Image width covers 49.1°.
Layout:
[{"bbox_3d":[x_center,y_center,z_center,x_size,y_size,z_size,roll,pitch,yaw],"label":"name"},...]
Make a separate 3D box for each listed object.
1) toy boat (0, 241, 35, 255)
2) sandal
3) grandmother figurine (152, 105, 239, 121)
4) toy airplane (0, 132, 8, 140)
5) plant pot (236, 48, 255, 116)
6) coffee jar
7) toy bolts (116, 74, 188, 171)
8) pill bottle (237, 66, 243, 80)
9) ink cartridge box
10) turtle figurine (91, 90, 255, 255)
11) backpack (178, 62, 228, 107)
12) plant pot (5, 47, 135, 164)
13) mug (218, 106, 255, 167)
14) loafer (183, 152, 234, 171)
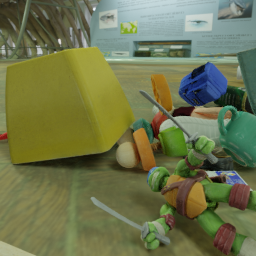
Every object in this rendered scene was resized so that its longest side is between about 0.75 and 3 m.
[{"bbox_3d":[-0.514,1.928,1.695,2.632,1.718,1.721,8,50,25],"label":"toy boat"},{"bbox_3d":[2.135,0.289,7.684,2.698,0.663,1.098,1,52,-13],"label":"sandal"},{"bbox_3d":[2.248,-0.425,9.729,2.913,0.882,1.766,10,20,25],"label":"grandmother figurine"},{"bbox_3d":[-3.617,0.181,8.539,2.146,0.395,2.146,-3,13,1],"label":"toy airplane"},{"bbox_3d":[4.829,-0.970,7.549,2.723,2.781,2.731,-6,7,38],"label":"plant pot"},{"bbox_3d":[4.911,-1.290,12.261,1.161,0.950,2.226,-7,18,-29],"label":"coffee jar"},{"bbox_3d":[0.347,-0.073,7.192,1.590,2.190,2.292,-16,-1,1],"label":"toy bolts"},{"bbox_3d":[8.973,-3.750,19.333,2.641,1.377,1.377,8,19,25],"label":"pill bottle"},{"bbox_3d":[1.914,1.177,5.735,0.965,0.230,0.977,1,19,-3],"label":"ink cartridge box"},{"bbox_3d":[0.870,1.023,3.939,2.253,2.324,1.672,20,60,38],"label":"turtle figurine"},{"bbox_3d":[3.107,-1.745,12.231,1.827,1.485,1.533,-22,33,47],"label":"backpack"},{"bbox_3d":[-1.592,-0.771,7.426,2.658,2.344,2.658,-9,14,19],"label":"plant pot"},{"bbox_3d":[2.715,0.270,6.698,1.480,0.915,1.216,39,-4,24],"label":"mug"},{"bbox_3d":[1.915,0.734,6.711,1.255,0.454,0.457,12,22,35],"label":"loafer"}]
